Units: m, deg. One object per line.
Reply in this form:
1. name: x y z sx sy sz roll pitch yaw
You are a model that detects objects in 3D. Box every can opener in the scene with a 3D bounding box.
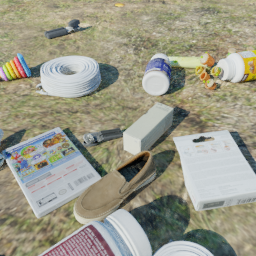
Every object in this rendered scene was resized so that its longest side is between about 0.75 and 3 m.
1. can opener: -0.903 0.334 9.834 1.437 0.481 0.383 -9 58 -30
2. can opener: -3.884 -5.947 16.649 2.238 0.748 0.597 -26 47 -26

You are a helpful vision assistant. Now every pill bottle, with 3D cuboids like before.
1. pill bottle: 5.329 -2.784 12.642 2.403 1.312 1.312 -10 42 -11
2. pill bottle: 1.323 -2.412 12.345 1.150 1.150 1.987 7 42 8
3. pill bottle: -0.904 2.982 5.933 2.676 1.528 1.528 -27 48 -27

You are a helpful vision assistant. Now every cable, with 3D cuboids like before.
1. cable: 1.267 3.444 6.061 1.898 0.657 1.897 30 49 29
2. cable: -2.528 -2.355 12.441 2.644 0.916 2.645 12 43 13

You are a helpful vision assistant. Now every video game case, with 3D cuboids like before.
1. video game case: -2.473 1.217 8.895 2.102 0.265 2.936 -26 48 -26

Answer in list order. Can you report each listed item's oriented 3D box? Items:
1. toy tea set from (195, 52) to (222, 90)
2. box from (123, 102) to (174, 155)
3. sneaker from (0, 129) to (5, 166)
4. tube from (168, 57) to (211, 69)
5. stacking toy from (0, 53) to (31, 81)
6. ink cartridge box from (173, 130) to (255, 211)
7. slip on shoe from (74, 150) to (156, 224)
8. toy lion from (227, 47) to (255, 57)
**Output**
1. toy tea set: 3.489 -2.552 12.475 0.695 1.116 1.877 20 35 -28
2. box: 0.748 0.019 9.811 0.724 0.870 2.116 26 46 28
3. sneaker: -4.352 0.776 9.189 0.979 0.624 1.695 13 52 12
4. tube: 2.970 -3.232 13.772 2.196 0.570 0.637 7 3 15
5. stacking toy: -5.486 -2.561 12.812 1.819 0.998 1.056 -27 39 -13
6. ink cartridge box: 2.647 1.217 8.621 2.007 0.704 2.469 -7 40 -7
7. slip on shoe: -0.313 1.596 8.003 2.844 0.862 1.081 -26 48 -27
8. toy lion: 5.936 -3.431 14.067 1.558 0.535 1.493 -3 49 -3
